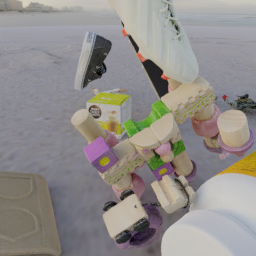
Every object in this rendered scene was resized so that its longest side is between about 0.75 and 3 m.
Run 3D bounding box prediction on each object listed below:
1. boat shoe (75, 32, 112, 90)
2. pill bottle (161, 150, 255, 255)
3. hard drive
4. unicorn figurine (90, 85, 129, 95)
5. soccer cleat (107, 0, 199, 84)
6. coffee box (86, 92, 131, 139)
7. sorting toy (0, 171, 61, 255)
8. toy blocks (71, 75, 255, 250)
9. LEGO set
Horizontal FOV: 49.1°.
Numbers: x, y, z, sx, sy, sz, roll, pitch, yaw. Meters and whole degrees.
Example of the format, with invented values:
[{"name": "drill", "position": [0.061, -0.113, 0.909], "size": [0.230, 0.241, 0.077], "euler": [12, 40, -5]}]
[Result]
[{"name": "boat shoe", "position": [-1.105, -1.966, 8.870], "size": [0.917, 2.768, 0.968], "euler": [12, 64, -13]}, {"name": "pill bottle", "position": [1.841, 1.158, 3.653], "size": [2.847, 1.606, 1.606], "euler": [-20, 31, -36]}, {"name": "hard drive", "position": [0.672, -1.834, 7.880], "size": [0.535, 2.830, 1.977], "euler": [-26, 21, 11]}, {"name": "unicorn figurine", "position": [-0.721, -1.325, 10.633], "size": [1.331, 0.491, 0.914], "euler": [1, 10, -34]}, {"name": "soccer cleat", "position": [0.277, -1.754, 3.853], "size": [0.997, 2.570, 0.890], "euler": [-35, 7, 31]}, {"name": "coffee box", "position": [-0.503, -0.380, 7.811], "size": [0.976, 0.967, 0.978], "euler": [8, 25, 16]}, {"name": "sorting toy", "position": [-2.048, 1.419, 3.910], "size": [2.160, 0.388, 2.899], "euler": [14, 17, -27]}, {"name": "toy blocks", "position": [0.743, 0.577, 4.909], "size": [2.500, 2.252, 2.675], "euler": [-33, 44, 1]}, {"name": "LEGO set", "position": [3.688, -0.803, 9.519], "size": [1.326, 0.579, 2.041], "euler": [-14, 15, -32]}]
